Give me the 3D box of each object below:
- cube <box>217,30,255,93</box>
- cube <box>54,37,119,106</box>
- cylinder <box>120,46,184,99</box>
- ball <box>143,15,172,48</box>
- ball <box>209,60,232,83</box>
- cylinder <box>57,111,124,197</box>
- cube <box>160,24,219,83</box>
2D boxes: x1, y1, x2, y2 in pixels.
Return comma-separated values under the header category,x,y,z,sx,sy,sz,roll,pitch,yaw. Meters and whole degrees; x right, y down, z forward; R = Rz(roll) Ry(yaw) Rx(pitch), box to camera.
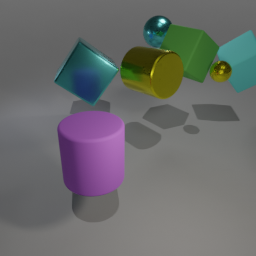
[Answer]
category,x,y,z,sx,sy,sz,roll,pitch,yaw
cube,4.393,-2.485,10.601,1.400,1.400,1.400,-26,42,31
cube,-1.304,-1.784,8.752,1.400,1.400,1.400,32,15,-21
cylinder,0.717,-1.703,8.516,1.400,1.400,1.400,-23,32,-33
ball,1.376,-4.342,12.672,1.400,1.400,1.400,0,31,0
ball,2.988,-1.817,9.023,0.700,0.700,0.700,0,31,0
cylinder,-0.778,0.527,6.186,1.400,1.400,1.400,0,28,0
cube,2.071,-2.602,9.841,1.400,1.400,1.400,30,10,40
